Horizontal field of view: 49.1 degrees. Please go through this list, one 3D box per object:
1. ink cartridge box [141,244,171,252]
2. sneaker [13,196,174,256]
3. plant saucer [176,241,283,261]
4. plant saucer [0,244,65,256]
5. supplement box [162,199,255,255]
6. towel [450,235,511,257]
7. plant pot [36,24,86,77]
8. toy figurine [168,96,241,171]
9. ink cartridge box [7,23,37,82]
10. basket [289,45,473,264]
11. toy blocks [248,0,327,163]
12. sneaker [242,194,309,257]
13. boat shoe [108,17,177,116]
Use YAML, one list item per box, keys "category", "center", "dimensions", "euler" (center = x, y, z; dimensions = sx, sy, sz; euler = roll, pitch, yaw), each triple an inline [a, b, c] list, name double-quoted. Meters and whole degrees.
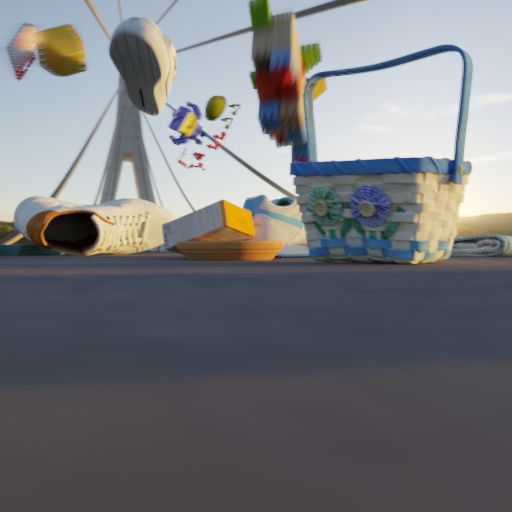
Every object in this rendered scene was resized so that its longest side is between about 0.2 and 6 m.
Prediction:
- category: "ink cartridge box"
  center: [-2.930, -0.360, 17.328]
  dimensions: [1.123, 0.475, 0.812]
  euler: [-1, 1, 0]
- category: "sneaker"
  center: [-2.946, -0.434, 11.254]
  dimensions: [3.366, 1.226, 1.425]
  euler: [-2, 23, -39]
- category: "plant saucer"
  center: [-0.355, -0.074, 7.726]
  dimensions: [1.473, 0.276, 1.473]
  euler: [-1, 1, 0]
- category: "plant saucer"
  center: [-4.620, -0.138, 11.902]
  dimensions: [0.975, 0.264, 2.788]
  euler: [0, 0, 10]
- category: "supplement box"
  center: [-0.736, -0.396, 8.548]
  dimensions: [1.206, 0.444, 0.760]
  euler: [-19, -20, 28]
- category: "towel"
  center: [4.298, -0.186, 10.309]
  dimensions: [1.426, 0.401, 1.666]
  euler: [-2, 2, -29]
- category: "plant pot"
  center: [-3.935, -4.137, 11.518]
  dimensions: [0.798, 0.793, 0.816]
  euler: [-29, 60, -29]
- category: "toy figurine"
  center: [-1.481, -3.283, 13.685]
  dimensions: [1.109, 2.103, 1.260]
  euler: [27, -5, 40]
- category: "ink cartridge box"
  center: [-4.471, -3.910, 10.869]
  dimensions: [0.228, 0.736, 0.908]
  euler: [18, -27, 3]
- category: "basket"
  center: [1.392, -1.034, 6.209]
  dimensions: [1.975, 2.239, 1.558]
  euler: [1, 1, 43]
- category: "toy blocks"
  center: [0.457, -2.548, 9.110]
  dimensions: [1.277, 1.747, 2.556]
  euler: [-6, -36, 13]
- category: "sneaker"
  center: [0.760, -0.482, 9.558]
  dimensions: [0.972, 1.026, 2.540]
  euler: [-1, -1, 42]
- category: "boat shoe"
  center: [-2.087, -3.821, 10.765]
  dimensions: [1.137, 1.032, 3.092]
  euler: [26, -12, -7]
